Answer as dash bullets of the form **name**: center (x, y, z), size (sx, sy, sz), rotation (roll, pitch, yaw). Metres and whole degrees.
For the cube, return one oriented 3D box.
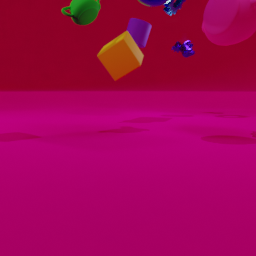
- **cube**: center (-0.215, -2.334, 9.066), size (1.013, 1.013, 1.013), rotation (-27, 24, 23)

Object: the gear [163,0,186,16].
- **gear**: center (1.698, -4.562, 9.788), size (0.222, 1.202, 1.202), rotation (40, 24, 18)

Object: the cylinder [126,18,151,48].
- **cylinder**: center (0.343, -3.428, 10.142), size (0.819, 0.819, 0.819), rotation (17, 10, -3)

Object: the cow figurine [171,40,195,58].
- **cow figurine**: center (2.222, -3.175, 11.380), size (0.878, 0.893, 0.490), rotation (-24, -31, 32)

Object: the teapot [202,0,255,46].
- **teapot**: center (2.075, -2.190, 5.589), size (0.909, 1.154, 1.856), rotation (2, -2, -31)

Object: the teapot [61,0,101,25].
- **teapot**: center (-1.316, -3.598, 8.417), size (1.444, 0.707, 0.898), rotation (-27, -13, -29)

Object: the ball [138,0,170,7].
- **ball**: center (0.504, -2.844, 5.318), size (0.998, 0.998, 0.998), rotation (0, 8, 0)
